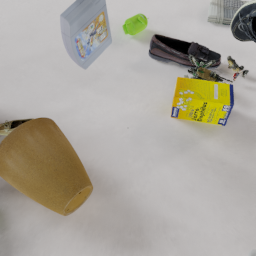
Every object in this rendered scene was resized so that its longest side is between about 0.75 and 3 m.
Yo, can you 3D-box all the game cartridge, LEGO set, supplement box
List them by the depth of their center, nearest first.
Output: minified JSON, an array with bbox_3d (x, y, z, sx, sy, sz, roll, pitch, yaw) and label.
[{"bbox_3d":[-0.948,-2.200,6.578,0.388,1.871,1.246,33,75,14],"label":"game cartridge"},{"bbox_3d":[2.067,-0.753,7.910,1.583,0.861,0.867,9,49,8],"label":"supplement box"},{"bbox_3d":[2.682,-1.615,8.968,2.523,0.715,1.638,-1,49,-19],"label":"LEGO set"}]

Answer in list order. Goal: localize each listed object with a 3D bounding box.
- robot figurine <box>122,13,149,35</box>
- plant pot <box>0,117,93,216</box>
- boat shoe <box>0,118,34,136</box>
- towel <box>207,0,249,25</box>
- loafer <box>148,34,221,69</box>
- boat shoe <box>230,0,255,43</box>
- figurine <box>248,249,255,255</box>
[{"bbox_3d":[0.312,-4.061,10.971,1.127,0.652,0.989,-37,27,-27],"label":"robot figurine"},{"bbox_3d":[-1.641,0.948,6.042,1.787,1.666,1.666,39,59,19],"label":"plant pot"},{"bbox_3d":[-3.059,-0.080,7.650,1.162,0.364,0.426,-8,49,-7],"label":"boat shoe"},{"bbox_3d":[4.557,-5.045,12.029,2.139,0.384,2.222,12,49,10],"label":"towel"},{"bbox_3d":[1.956,-2.638,9.616,2.543,0.801,0.914,12,50,10],"label":"loafer"},{"bbox_3d":[2.394,-1.812,4.917,0.811,2.175,0.677,33,92,-13],"label":"boat shoe"},{"bbox_3d":[2.734,2.956,4.902,1.298,0.559,1.267,12,54,12],"label":"figurine"}]
